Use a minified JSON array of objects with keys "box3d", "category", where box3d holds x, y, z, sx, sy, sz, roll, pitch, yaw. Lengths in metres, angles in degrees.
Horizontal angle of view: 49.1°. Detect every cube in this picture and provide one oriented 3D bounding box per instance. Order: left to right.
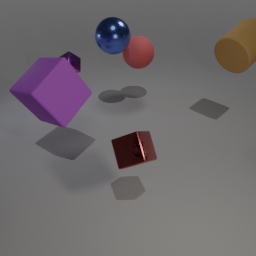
[{"box3d":[-2.213,-1.059,8.128,1.400,1.400,1.400,13,61,43],"category":"cube"},{"box3d":[-2.519,-2.725,12.023,0.700,0.700,0.700,-18,64,34],"category":"cube"},{"box3d":[0.150,0.498,6.392,0.700,0.700,0.700,-19,-9,26],"category":"cube"}]

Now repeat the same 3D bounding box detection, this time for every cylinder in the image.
[{"box3d":[4.031,-2.881,9.849,1.400,1.400,1.400,-41,47,-20],"category":"cylinder"}]

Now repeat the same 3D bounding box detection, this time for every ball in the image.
[{"box3d":[-0.592,-3.589,10.939,1.400,1.400,1.400,0,32,0],"category":"ball"},{"box3d":[0.462,-3.323,12.349,1.400,1.400,1.400,0,32,0],"category":"ball"}]
